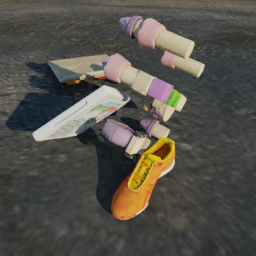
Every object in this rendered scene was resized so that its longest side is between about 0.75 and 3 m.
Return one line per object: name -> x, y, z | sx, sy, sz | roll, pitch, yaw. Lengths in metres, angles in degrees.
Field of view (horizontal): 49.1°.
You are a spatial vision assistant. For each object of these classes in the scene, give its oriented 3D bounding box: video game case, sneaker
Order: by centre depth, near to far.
sneaker -> 0.307, 1.010, 6.123 | 0.802, 0.848, 2.198 | 18, 49, 28
video game case -> -1.003, -0.330, 6.998 | 1.993, 0.259, 2.189 | -32, -5, 12

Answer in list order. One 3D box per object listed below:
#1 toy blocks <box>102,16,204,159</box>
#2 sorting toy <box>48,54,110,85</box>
toy blocks -> 0.129, -1.146, 7.257 | 2.437, 2.895, 2.705 | 30, 9, 18
sorting toy -> -1.769, -2.491, 11.875 | 2.747, 0.541, 2.967 | -13, 29, -21
